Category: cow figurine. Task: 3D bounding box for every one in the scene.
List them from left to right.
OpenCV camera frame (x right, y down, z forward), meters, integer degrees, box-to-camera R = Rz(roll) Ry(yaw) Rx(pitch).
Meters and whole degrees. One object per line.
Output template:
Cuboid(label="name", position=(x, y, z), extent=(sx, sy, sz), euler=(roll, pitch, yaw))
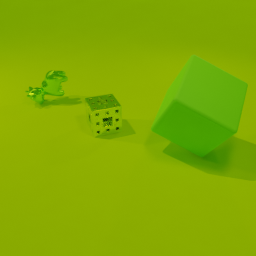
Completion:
Cuboid(label="cow figurine", position=(-2.367, -1.203, 8.099), extent=(1.067, 1.084, 0.595), euler=(-1, 42, -32))

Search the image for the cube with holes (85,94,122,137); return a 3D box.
Cuboid(label="cube with holes", position=(-0.613, -0.326, 6.981), extent=(0.726, 0.726, 0.726), euler=(-11, 34, -17))

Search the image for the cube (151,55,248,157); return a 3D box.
Cuboid(label="cube", position=(1.466, -0.423, 5.884), extent=(1.315, 1.315, 1.315), euler=(28, 59, -2))
